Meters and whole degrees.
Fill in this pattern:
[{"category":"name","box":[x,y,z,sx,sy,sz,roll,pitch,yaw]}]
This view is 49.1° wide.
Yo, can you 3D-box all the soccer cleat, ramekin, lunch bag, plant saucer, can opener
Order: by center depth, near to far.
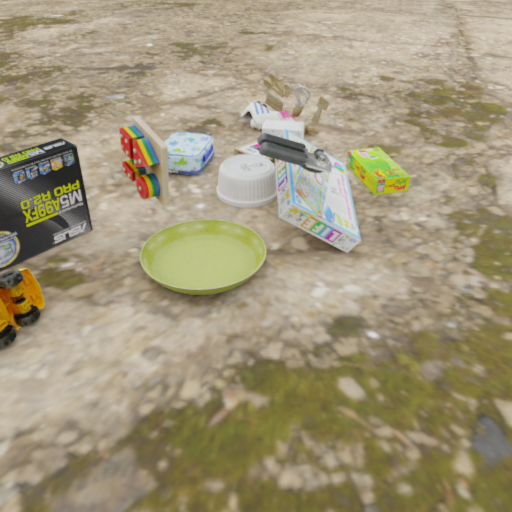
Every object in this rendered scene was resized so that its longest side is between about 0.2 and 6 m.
[{"category":"can opener","box":[0.725,-1.899,10.894,1.735,0.580,0.463,9,60,-30]},{"category":"plant saucer","box":[-1.039,0.050,11.144,2.480,0.385,2.480,0,35,0]},{"category":"ramekin","box":[-0.217,-1.863,13.595,1.519,0.797,1.519,0,34,0]},{"category":"lunch bag","box":[-1.852,-2.748,15.012,1.300,0.667,1.617,6,34,11]},{"category":"soccer cleat","box":[0.377,-4.070,17.103,2.027,0.708,0.875,32,67,36]}]

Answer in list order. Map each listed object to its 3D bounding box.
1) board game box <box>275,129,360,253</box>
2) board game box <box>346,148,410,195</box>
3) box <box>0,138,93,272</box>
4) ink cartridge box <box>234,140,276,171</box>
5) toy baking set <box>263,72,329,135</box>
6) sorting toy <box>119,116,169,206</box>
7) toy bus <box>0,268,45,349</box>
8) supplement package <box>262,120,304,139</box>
[{"category":"board game box","box":[1.269,-1.457,12.088,1.787,0.455,2.658,25,39,-23]},{"category":"board game box","box":[3.107,-2.206,14.423,0.921,0.432,1.814,-8,35,-12]},{"category":"box","box":[-4.650,-0.987,11.182,0.568,2.057,2.568,27,42,35]},{"category":"ink cartridge box","box":[0.154,-2.684,15.113,0.997,0.454,1.210,-29,42,-34]},{"category":"toy baking set","box":[1.116,-4.373,16.441,2.653,2.036,0.309,31,74,32]},{"category":"sorting toy","box":[-2.113,-1.725,10.434,0.445,1.277,1.270,-20,47,-27]},{"category":"toy bus","box":[-4.596,0.892,9.547,1.384,0.979,1.442,-2,28,27]},{"category":"supplement package","box":[0.769,-3.444,16.042,1.142,0.667,0.670,6,35,9]}]
